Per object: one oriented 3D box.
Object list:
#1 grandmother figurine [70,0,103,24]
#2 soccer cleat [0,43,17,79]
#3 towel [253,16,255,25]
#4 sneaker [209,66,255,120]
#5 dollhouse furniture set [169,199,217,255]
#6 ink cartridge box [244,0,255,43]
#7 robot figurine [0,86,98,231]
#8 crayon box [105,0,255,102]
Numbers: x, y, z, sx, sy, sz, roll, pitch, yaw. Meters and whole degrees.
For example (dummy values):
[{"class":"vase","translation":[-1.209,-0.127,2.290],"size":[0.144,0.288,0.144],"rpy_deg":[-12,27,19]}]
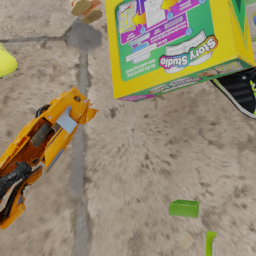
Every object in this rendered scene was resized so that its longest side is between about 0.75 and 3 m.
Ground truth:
[{"class":"grandmother figurine","translation":[-1.362,-4.078,7.440],"size":[0.793,1.589,2.620],"rpy_deg":[-22,75,15]},{"class":"soccer cleat","translation":[-2.947,-1.709,5.696],"size":[0.671,0.868,2.075],"rpy_deg":[-34,55,-22]},{"class":"towel","translation":[2.060,-0.302,3.106],"size":[0.227,1.378,1.903],"rpy_deg":[-35,49,21]},{"class":"sneaker","translation":[2.627,-0.968,6.259],"size":[2.088,0.865,0.749],"rpy_deg":[37,67,3]},{"class":"dollhouse furniture set","translation":[0.716,1.588,3.395],"size":[0.680,0.525,1.360],"rpy_deg":[2,83,19]},{"class":"ink cartridge box","translation":[3.131,-3.127,6.397],"size":[2.038,2.800,0.671],"rpy_deg":[-6,68,32]},{"class":"robot figurine","translation":[-1.457,0.463,4.079],"size":[0.675,1.682,2.320],"rpy_deg":[40,73,-18]},{"class":"crayon box","translation":[0.873,-2.151,5.998],"size":[0.873,2.995,2.584],"rpy_deg":[0,81,-46]}]
